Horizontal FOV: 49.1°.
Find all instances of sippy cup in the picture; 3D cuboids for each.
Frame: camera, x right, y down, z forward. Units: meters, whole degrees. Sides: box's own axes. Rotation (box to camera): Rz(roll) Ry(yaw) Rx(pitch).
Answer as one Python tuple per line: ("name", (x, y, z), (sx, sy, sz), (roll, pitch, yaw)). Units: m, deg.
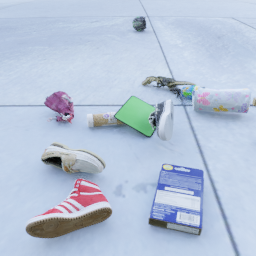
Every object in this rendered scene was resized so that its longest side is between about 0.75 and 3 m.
("sippy cup", (2.755, -1.592, 12.456), (0.647, 0.883, 0.693), (10, 73, 33))

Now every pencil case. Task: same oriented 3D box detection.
("pencil case", (3.732, -1.153, 11.316), (2.294, 0.954, 1.040), (6, 62, 13))

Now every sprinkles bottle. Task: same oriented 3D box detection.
("sprinkles bottle", (-0.809, -0.339, 10.607), (1.463, 0.499, 0.499), (-6, 34, -10))

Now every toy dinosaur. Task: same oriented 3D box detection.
("toy dinosaur", (2.002, -2.014, 13.087), (2.954, 0.701, 1.302), (12, 28, 12))

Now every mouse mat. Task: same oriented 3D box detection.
("mouse mat", (0.481, -0.502, 10.760), (1.571, 0.073, 1.952), (30, 38, 6))

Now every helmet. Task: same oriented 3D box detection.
("helmet", (0.940, -8.296, 22.259), (1.226, 1.226, 1.168), (11, 25, 16))

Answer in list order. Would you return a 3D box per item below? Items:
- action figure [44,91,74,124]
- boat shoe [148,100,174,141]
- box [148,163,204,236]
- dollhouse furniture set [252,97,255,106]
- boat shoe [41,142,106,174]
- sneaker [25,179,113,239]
("action figure", (-2.572, -0.673, 11.074), (1.155, 1.284, 1.725), (-44, 58, 4))
("boat shoe", (1.117, -0.299, 9.711), (0.780, 0.844, 2.285), (-8, 34, 18))
("box", (1.358, 1.789, 7.471), (1.268, 0.339, 2.094), (8, 35, 12))
("dollhouse furniture set", (6.056, -1.655, 11.982), (1.363, 1.206, 0.758), (0, 32, -2))
("boat shoe", (-1.660, 1.030, 8.351), (2.094, 0.783, 0.716), (10, 40, 28))
("sneaker", (-1.514, 1.927, 6.914), (2.024, 0.721, 1.138), (-7, 37, -24))
